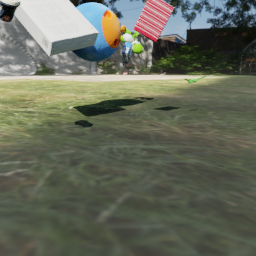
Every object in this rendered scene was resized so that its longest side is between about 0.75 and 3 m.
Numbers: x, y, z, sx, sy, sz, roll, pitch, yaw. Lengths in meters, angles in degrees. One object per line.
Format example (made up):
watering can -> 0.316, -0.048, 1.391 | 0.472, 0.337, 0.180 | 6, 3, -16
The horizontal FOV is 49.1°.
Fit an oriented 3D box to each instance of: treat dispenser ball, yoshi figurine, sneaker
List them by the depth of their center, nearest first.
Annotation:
sneaker -> -2.215, -2.167, 5.154 | 0.373, 0.421, 0.996 | 6, 17, -29
treat dispenser ball -> -1.219, -3.353, 9.899 | 1.975, 1.975, 1.975 | 0, 13, 0
yoshi figurine -> 0.151, -3.556, 11.578 | 1.369, 0.766, 0.769 | 36, -32, -24

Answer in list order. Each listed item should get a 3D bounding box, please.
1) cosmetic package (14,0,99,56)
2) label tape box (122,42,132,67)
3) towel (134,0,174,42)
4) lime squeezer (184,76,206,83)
cosmetic package -> -2.099, -3.056, 7.933 | 1.590, 0.545, 2.108 | -28, 70, -36
label tape box -> -0.029, -2.818, 10.873 | 0.266, 0.805, 0.576 | 11, 59, 11
towel -> 0.715, -3.064, 7.894 | 0.766, 1.059, 0.119 | 29, 20, -3
lime squeezer -> 2.240, -1.670, 9.586 | 0.871, 0.308, 0.164 | -9, 58, -18
